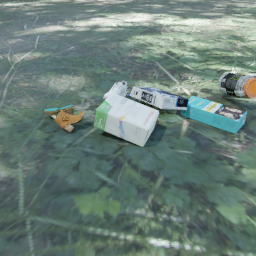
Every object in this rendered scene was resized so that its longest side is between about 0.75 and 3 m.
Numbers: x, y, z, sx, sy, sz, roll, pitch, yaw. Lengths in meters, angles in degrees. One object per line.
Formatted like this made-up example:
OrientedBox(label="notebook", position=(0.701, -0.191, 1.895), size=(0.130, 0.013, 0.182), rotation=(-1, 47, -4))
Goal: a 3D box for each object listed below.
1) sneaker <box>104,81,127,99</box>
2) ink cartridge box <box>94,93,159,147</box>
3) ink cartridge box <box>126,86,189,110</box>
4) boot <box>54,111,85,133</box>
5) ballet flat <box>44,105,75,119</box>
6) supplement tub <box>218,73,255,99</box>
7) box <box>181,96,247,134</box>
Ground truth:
OrientedBox(label="sneaker", position=(-0.458, -1.356, 10.199), size=(0.533, 0.624, 1.432), rotation=(22, 29, 13))
OrientedBox(label="ink cartridge box", position=(-0.021, -0.271, 8.303), size=(1.610, 0.705, 1.170), rotation=(21, 36, 10))
OrientedBox(label="ink cartridge box", position=(0.930, -1.087, 9.603), size=(1.098, 0.433, 2.208), rotation=(-1, 17, -33))
OrientedBox(label="boot", position=(-1.798, -0.332, 8.662), size=(0.653, 0.323, 0.841), rotation=(37, 75, 1))
OrientedBox(label="ballet flat", position=(-2.235, -0.487, 9.174), size=(1.080, 0.391, 0.366), rotation=(-8, 14, 11))
OrientedBox(label="supplement tub", position=(3.943, -1.506, 9.949), size=(0.827, 0.827, 1.350), rotation=(-12, 20, -19))
OrientedBox(label="box", position=(2.766, -0.472, 9.136), size=(1.901, 0.467, 0.782), rotation=(23, 38, 33))
